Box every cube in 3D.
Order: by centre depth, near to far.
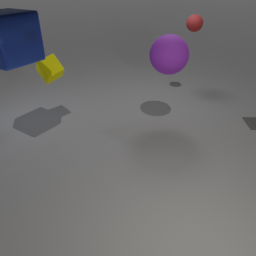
[{"bbox_3d":[-3.458,-2.585,8.036,1.400,1.400,1.400,18,35,31],"label":"cube"},{"bbox_3d":[-2.838,-2.138,10.197,0.700,0.700,0.700,-36,2,-22],"label":"cube"}]

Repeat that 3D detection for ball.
[{"bbox_3d":[1.468,-2.611,9.984,1.400,1.400,1.400,0,31,0],"label":"ball"},{"bbox_3d":[2.819,-4.430,11.835,0.700,0.700,0.700,0,31,0],"label":"ball"}]
